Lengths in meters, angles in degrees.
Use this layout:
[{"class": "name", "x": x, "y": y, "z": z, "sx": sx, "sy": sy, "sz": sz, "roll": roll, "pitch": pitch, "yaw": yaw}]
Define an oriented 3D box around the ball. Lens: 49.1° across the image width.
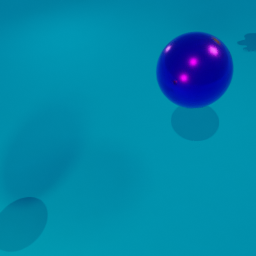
[{"class": "ball", "x": 1.090, "y": -0.947, "z": 4.657, "sx": 1.248, "sy": 1.248, "sz": 1.248, "roll": 0, "pitch": 51, "yaw": 0}]
